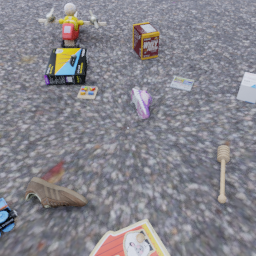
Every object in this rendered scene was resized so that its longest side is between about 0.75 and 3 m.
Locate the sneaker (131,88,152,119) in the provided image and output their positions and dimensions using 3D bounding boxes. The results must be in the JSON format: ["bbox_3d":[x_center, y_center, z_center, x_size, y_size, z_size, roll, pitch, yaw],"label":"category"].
[{"bbox_3d":[0.635,-0.984,10.814,0.712,0.648,1.611,-3,42,-14],"label":"sneaker"}]

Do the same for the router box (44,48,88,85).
[{"bbox_3d":[-2.742,-2.836,12.762,1.714,0.587,2.298,-2,43,-2],"label":"router box"}]

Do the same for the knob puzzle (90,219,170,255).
[{"bbox_3d":[-0.029,3.291,6.447,2.426,0.336,2.426,0,44,0],"label":"knob puzzle"}]

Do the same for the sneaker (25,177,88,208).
[{"bbox_3d":[-2.005,1.969,7.787,1.824,0.642,0.689,15,65,19],"label":"sneaker"}]

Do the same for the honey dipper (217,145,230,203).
[{"bbox_3d":[2.884,1.369,8.448,0.388,0.388,2.041,10,44,10],"label":"honey dipper"}]

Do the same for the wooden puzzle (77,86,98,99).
[{"bbox_3d":[-1.676,-1.514,11.662,0.736,0.184,0.795,4,43,4],"label":"wooden puzzle"}]

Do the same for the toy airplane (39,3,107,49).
[{"bbox_3d":[-2.898,-5.617,14.740,2.737,1.931,2.725,-31,52,-31],"label":"toy airplane"}]

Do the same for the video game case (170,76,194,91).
[{"bbox_3d":[2.358,-1.922,12.161,0.876,0.097,0.797,15,45,17],"label":"video game case"}]

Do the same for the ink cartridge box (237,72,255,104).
[{"bbox_3d":[4.966,-1.645,11.386,0.748,0.744,1.019,19,46,19],"label":"ink cartridge box"}]

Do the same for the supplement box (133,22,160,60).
[{"bbox_3d":[0.861,-4.287,13.796,0.866,1.287,1.305,-14,45,-15],"label":"supplement box"}]

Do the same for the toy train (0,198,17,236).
[{"bbox_3d":[-3.582,2.479,7.151,1.424,0.617,0.814,-32,43,-27],"label":"toy train"}]
